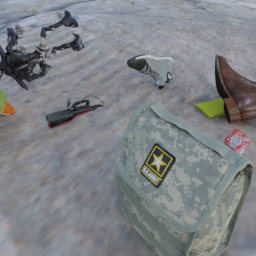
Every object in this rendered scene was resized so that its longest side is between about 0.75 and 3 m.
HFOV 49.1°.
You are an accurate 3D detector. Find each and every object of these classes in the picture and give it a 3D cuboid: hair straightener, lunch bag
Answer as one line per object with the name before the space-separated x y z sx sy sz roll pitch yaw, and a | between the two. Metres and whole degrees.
hair straightener | -1.391 -0.475 7.371 1.591 0.612 0.326 -17 53 -9
lunch bag | 0.707 0.871 4.258 1.301 2.212 1.814 -23 41 -29

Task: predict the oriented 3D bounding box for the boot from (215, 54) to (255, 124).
boot | 3.795 -1.293 7.651 2.539 0.815 2.366 -11 64 10

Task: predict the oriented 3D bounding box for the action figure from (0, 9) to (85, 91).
action figure | -2.674 -2.178 8.024 2.776 1.650 1.416 -32 35 -12

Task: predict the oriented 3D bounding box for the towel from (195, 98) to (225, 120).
towel | 2.952 -0.665 8.254 1.829 0.165 0.787 -14 34 -17

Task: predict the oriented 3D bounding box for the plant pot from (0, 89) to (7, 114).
plant pot | -4.591 -0.958 5.752 2.844 2.701 2.844 -16 38 14

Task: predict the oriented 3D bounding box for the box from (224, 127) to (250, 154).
box | 2.353 0.333 6.058 0.384 0.770 0.368 -45 62 3

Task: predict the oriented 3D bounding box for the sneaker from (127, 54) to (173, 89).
sneaker | 0.821 -1.743 8.896 1.804 1.042 0.677 -8 -5 -35

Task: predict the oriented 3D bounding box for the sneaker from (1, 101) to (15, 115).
sneaker | -3.705 -0.895 7.769 1.390 0.536 0.507 43 29 -11
